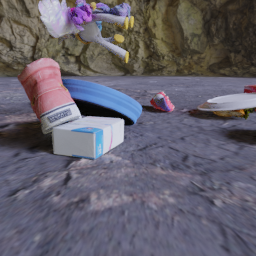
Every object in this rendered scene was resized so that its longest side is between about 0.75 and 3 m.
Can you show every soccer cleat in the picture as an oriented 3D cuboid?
[{"bbox_3d":[1.296,-0.932,10.911,0.723,0.631,1.892,-34,18,9],"label":"soccer cleat"}]

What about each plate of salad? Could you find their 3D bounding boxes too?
[{"bbox_3d":[3.767,-0.753,9.704,2.699,0.648,2.699,-10,10,2],"label":"plate of salad"}]

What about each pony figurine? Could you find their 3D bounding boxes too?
[{"bbox_3d":[-1.195,-2.985,7.648,2.589,2.156,2.499,14,-26,7],"label":"pony figurine"}]

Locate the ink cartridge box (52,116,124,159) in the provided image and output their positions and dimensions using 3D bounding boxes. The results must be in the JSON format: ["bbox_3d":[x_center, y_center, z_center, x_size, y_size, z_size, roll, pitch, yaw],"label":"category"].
[{"bbox_3d":[-0.766,0.152,5.783,0.954,0.559,1.321,5,15,22],"label":"ink cartridge box"}]

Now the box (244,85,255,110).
[{"bbox_3d":[5.447,-1.115,10.562,0.914,0.954,1.915,-10,16,-38],"label":"box"}]

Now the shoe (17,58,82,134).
[{"bbox_3d":[-1.686,-0.630,6.253,0.986,1.255,2.759,-23,2,-13],"label":"shoe"}]

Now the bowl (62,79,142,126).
[{"bbox_3d":[-0.789,-0.589,7.299,2.302,0.452,2.302,15,-10,3],"label":"bowl"}]
